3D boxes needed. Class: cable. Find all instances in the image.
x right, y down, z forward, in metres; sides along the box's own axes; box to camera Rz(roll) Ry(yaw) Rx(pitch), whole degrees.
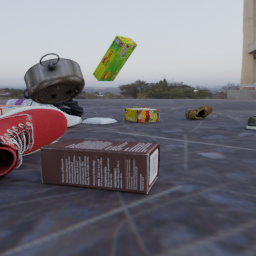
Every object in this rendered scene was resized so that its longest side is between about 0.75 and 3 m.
[{"bbox_3d":[-2.913,-1.050,11.919,2.190,0.682,2.684,1,-19,36],"label":"cable"}]

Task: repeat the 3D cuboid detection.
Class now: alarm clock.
[{"bbox_3d":[-2.318,-1.517,8.855,1.844,0.910,2.734,-16,-18,-12],"label":"alarm clock"}]

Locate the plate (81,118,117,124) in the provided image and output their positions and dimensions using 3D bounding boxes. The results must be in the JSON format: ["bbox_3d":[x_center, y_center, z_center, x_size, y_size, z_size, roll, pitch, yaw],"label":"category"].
[{"bbox_3d":[-1.172,-0.302,11.513,1.092,0.176,1.090,4,8,31],"label":"plate"}]

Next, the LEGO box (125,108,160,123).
[{"bbox_3d":[0.586,-0.569,12.162,1.021,0.529,1.371,-4,8,-26],"label":"LEGO box"}]

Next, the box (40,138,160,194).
[{"bbox_3d":[-0.365,0.485,3.914,1.508,0.565,0.755,4,8,17],"label":"box"}]

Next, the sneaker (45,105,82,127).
[{"bbox_3d":[-2.647,-0.412,9.975,2.013,0.807,0.708,2,6,6],"label":"sneaker"}]

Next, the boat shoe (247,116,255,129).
[{"bbox_3d":[4.599,-0.230,9.898,0.514,0.434,1.442,6,9,39],"label":"boat shoe"}]

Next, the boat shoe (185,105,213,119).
[{"bbox_3d":[3.444,-0.668,13.028,1.712,0.616,0.582,-17,19,-33],"label":"boat shoe"}]

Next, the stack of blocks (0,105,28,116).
[{"bbox_3d":[-3.988,-0.273,8.656,2.805,0.822,1.615,6,10,44],"label":"stack of blocks"}]

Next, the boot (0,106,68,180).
[{"bbox_3d":[-1.764,0.236,4.631,1.855,0.931,2.571,7,18,43],"label":"boot"}]

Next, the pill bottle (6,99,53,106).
[{"bbox_3d":[-3.880,-0.660,11.141,1.732,0.972,0.972,2,8,11],"label":"pill bottle"}]

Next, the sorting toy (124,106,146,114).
[{"bbox_3d":[0.370,-0.866,15.316,1.553,0.539,0.535,-4,-15,-43],"label":"sorting toy"}]

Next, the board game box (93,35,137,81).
[{"bbox_3d":[-0.434,-2.239,9.194,0.373,1.565,0.795,50,32,20],"label":"board game box"}]
